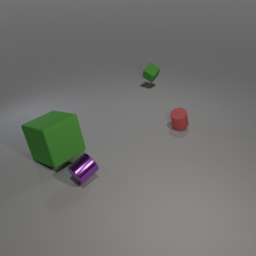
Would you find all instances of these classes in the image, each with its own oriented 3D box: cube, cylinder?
[{"bbox_3d":[-2.561,0.334,9.748,1.400,1.400,1.400,10,31,40],"label":"cube"},{"bbox_3d":[1.313,-3.147,15.925,0.700,0.700,0.700,35,71,9],"label":"cube"},{"bbox_3d":[-1.385,1.261,8.682,0.700,0.700,0.700,27,59,39],"label":"cylinder"},{"bbox_3d":[2.176,-0.373,11.830,0.700,0.700,0.700,-10,44,10],"label":"cylinder"}]
